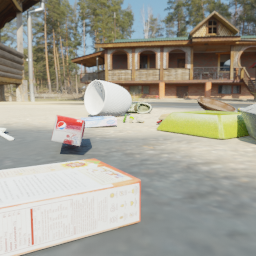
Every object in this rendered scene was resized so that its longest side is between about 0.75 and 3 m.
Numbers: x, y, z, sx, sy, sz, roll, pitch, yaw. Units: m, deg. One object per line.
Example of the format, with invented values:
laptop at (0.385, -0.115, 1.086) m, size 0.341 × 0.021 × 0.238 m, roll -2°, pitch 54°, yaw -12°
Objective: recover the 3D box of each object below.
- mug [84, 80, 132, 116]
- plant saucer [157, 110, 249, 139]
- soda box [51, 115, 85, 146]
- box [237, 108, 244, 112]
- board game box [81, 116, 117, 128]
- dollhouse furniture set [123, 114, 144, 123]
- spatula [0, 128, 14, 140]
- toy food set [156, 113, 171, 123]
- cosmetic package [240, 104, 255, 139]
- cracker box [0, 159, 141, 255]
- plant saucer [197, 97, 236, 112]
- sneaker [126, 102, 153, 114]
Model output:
mug at (-1.233, -1.530, 16.340) m, size 2.319 × 1.952 × 2.644 m, roll 4°, pitch -16°, yaw -44°
plant saucer at (2.952, -0.221, 9.933) m, size 2.847 × 0.682 × 2.843 m, roll -5°, pitch 9°, yaw -37°
soda box at (-1.320, 0.043, 6.469) m, size 0.617 × 0.559 × 1.762 m, roll 11°, pitch -1°, yaw -9°
box at (5.237, -0.507, 12.366) m, size 0.722 × 0.662 × 2.060 m, roll 3°, pitch 7°, yaw 18°
board game box at (-1.235, -0.283, 11.595) m, size 1.389 × 0.301 × 1.382 m, roll -5°, pitch 9°, yaw -11°
dollhouse furniture set at (0.261, -0.301, 12.853) m, size 0.952 × 0.367 × 0.476 m, roll 20°, pitch 1°, yaw 2°
spatula at (-4.420, 0.211, 8.554) m, size 1.596 × 0.184 × 2.296 m, roll -4°, pitch 8°, yaw -38°
toy food set at (2.188, -0.424, 12.092) m, size 1.863 × 0.458 × 1.882 m, roll -8°, pitch 6°, yaw -24°
cosmetic package at (4.033, -0.223, 7.637) m, size 1.206 × 1.018 × 2.258 m, roll -21°, pitch 1°, yaw 9°
cracker box at (-0.878, 0.740, 2.898) m, size 1.714 × 0.494 × 1.148 m, roll -3°, pitch 8°, yaw -30°
plant saucer at (5.518, -1.337, 17.740) m, size 2.496 × 0.457 × 2.496 m, roll 11°, pitch 22°, yaw -4°
sneaker at (0.432, -1.398, 18.718) m, size 2.529 × 0.848 × 1.135 m, roll 2°, pitch 2°, yaw -8°
